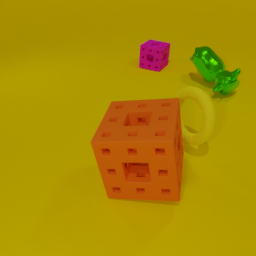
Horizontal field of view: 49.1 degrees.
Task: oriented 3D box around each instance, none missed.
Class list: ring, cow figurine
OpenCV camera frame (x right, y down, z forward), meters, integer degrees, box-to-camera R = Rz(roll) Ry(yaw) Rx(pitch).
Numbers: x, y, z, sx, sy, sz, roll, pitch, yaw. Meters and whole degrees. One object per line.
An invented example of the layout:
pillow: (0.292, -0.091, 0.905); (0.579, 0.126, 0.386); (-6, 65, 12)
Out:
ring: (1.327, -0.245, 5.865); (0.247, 1.235, 1.235); (-9, 34, -30)
cow figurine: (2.675, -1.832, 8.699); (0.949, 1.730, 1.702); (-40, 6, 13)

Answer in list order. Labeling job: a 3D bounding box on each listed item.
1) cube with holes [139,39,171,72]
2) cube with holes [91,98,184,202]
cube with holes: (0.989, -2.707, 10.428); (0.843, 0.843, 0.843); (19, 38, 22)
cube with holes: (0.284, 0.373, 5.186); (1.326, 1.326, 1.326); (-1, 34, 16)
